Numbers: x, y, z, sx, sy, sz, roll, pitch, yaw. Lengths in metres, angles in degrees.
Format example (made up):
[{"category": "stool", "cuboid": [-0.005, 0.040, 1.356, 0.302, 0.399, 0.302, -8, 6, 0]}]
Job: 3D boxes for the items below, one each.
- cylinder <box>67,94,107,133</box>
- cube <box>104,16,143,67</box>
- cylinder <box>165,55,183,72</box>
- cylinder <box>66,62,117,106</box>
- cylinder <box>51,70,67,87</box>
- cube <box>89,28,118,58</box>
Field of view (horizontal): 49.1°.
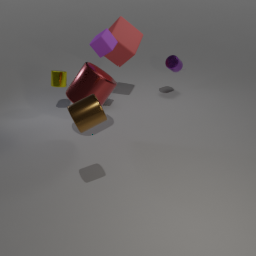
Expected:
[{"category": "cylinder", "cuboid": [-0.945, -0.339, 6.517, 0.700, 0.700, 0.700, -28, 36, -6]}, {"category": "cube", "cuboid": [-0.374, -4.036, 13.231, 1.400, 1.400, 1.400, 33, 59, -22]}, {"category": "cylinder", "cuboid": [2.320, -3.223, 14.079, 0.700, 0.700, 0.700, 19, 4, 29]}, {"category": "cylinder", "cuboid": [-1.357, -1.479, 10.378, 1.400, 1.400, 1.400, 35, 15, -11]}, {"category": "cylinder", "cuboid": [-3.125, -2.227, 12.663, 0.700, 0.700, 0.700, 5, 14, -1]}, {"category": "cube", "cuboid": [-0.967, -3.371, 11.132, 0.700, 0.700, 0.700, -20, 33, 37]}]
